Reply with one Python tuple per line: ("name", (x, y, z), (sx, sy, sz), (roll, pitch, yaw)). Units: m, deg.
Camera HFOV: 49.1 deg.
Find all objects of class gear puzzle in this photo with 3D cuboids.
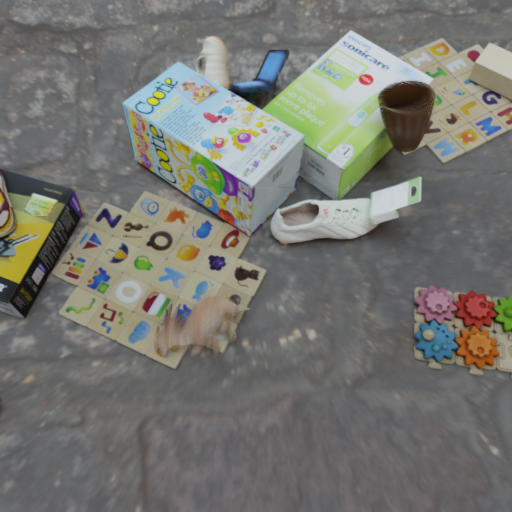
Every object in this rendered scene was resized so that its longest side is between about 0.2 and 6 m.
("gear puzzle", (3.907, 1.222, 8.937), (2.739, 0.359, 1.419), (7, 62, 4))

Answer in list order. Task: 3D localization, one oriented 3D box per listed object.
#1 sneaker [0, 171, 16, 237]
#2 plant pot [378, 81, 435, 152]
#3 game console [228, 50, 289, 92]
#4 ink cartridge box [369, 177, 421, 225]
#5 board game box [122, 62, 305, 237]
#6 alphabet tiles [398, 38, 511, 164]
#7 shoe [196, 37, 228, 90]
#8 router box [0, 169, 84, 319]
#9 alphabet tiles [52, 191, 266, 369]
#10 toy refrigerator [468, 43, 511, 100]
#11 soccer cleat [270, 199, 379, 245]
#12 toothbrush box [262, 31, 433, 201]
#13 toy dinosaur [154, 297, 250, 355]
("sneaker", (-4.504, -1.220, 9.094), (0.719, 0.864, 1.917), (-30, 66, -15))
("plant pot", (2.523, -2.267, 9.404), (0.905, 0.969, 0.905), (-8, 45, 8))
("game console", (-0.002, -3.662, 11.048), (1.031, 0.715, 1.208), (-10, 22, -16))
("ink cartridge box", (2.355, -0.920, 9.398), (0.905, 0.217, 0.659), (-15, 39, 30))
("board game box", (-0.760, -1.913, 9.970), (2.823, 1.454, 1.481), (35, 63, 17))
("alphabet tiles", (3.839, -3.264, 11.511), (3.257, 0.103, 2.710), (-27, 65, -14))
("shoe", (-0.936, -3.856, 11.292), (0.505, 0.662, 1.892), (7, 48, -22))
("router box", (-4.787, -0.431, 9.599), (2.862, 0.748, 2.250), (15, 63, 8))
("alphabet tiles", (-1.659, 0.292, 9.588), (3.301, 0.105, 2.746), (22, 63, 12))
("toy refrigerator", (5.233, -3.568, 11.315), (1.638, 0.573, 0.622), (33, 73, 16))
("soccer cleat", (1.274, -0.660, 9.710), (2.059, 0.799, 0.714), (-11, 62, -6))
("toothbrush box", (1.654, -2.650, 10.531), (1.944, 1.149, 2.669), (40, 70, 19))
("toy dinosaur", (-0.863, 0.980, 8.726), (1.522, 0.653, 1.031), (-35, 45, -25))
